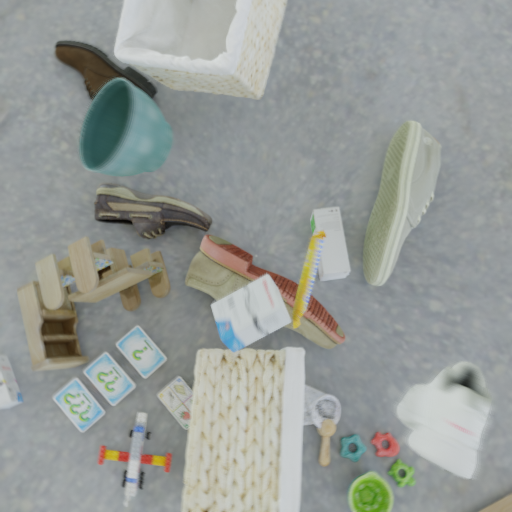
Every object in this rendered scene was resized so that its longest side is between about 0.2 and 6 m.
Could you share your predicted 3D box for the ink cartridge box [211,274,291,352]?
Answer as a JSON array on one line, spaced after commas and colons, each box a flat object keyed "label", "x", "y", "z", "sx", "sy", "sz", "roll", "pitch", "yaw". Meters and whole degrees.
[{"label": "ink cartridge box", "x": -0.074, "y": 0.769, "z": 7.536, "sx": 0.912, "sy": 0.382, "sz": 0.661, "roll": -29, "pitch": 43, "yaw": 7}]

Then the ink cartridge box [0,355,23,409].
[{"label": "ink cartridge box", "x": -4.552, "y": 2.245, "z": 10.015, "sx": 0.308, "sy": 0.522, "sz": 0.907, "roll": -24, "pitch": 77, "yaw": -6}]

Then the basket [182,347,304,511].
[{"label": "basket", "x": -0.229, "y": 2.885, "z": 9.048, "sx": 1.716, "sy": 1.885, "sz": 2.781, "roll": 6, "pitch": 72, "yaw": -4}]

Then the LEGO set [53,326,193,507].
[{"label": "LEGO set", "x": -2.019, "y": 2.861, "z": 9.774, "sx": 2.007, "sy": 0.659, "sz": 2.687, "roll": -40, "pitch": 85, "yaw": -8}]

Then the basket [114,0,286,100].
[{"label": "basket", "x": -0.824, "y": -3.869, "z": 9.230, "sx": 2.171, "sy": 1.762, "sz": 2.191, "roll": 13, "pitch": 90, "yaw": 22}]

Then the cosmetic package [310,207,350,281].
[{"label": "cosmetic package", "x": 1.393, "y": -0.215, "z": 10.573, "sx": 0.535, "sy": 0.678, "sz": 1.261, "roll": -6, "pitch": 74, "yaw": -2}]

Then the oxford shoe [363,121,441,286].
[{"label": "oxford shoe", "x": 2.807, "y": -0.965, "z": 10.563, "sx": 0.959, "sy": 1.248, "sz": 3.320, "roll": 21, "pitch": 75, "yaw": -13}]

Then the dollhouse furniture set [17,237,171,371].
[{"label": "dollhouse furniture set", "x": -2.841, "y": 0.887, "z": 9.678, "sx": 2.273, "sy": 1.992, "sz": 1.510, "roll": -24, "pitch": 74, "yaw": 21}]

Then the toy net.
[{"label": "toy net", "x": 1.618, "y": 3.213, "z": 9.782, "sx": 1.352, "sy": 0.498, "sz": 2.576, "roll": -35, "pitch": 78, "yaw": -8}]

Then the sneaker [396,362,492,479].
[{"label": "sneaker", "x": 2.645, "y": 2.016, "z": 7.564, "sx": 0.987, "sy": 2.534, "sz": 1.259, "roll": 27, "pitch": 92, "yaw": 7}]

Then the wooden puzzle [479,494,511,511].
[{"label": "wooden puzzle", "x": 4.338, "y": 4.766, "z": 9.504, "sx": 1.307, "sy": 0.303, "sz": 1.211, "roll": -23, "pitch": 77, "yaw": -11}]

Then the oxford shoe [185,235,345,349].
[{"label": "oxford shoe", "x": 0.144, "y": 0.874, "z": 10.255, "sx": 3.132, "sy": 1.109, "sz": 1.156, "roll": 34, "pitch": 101, "yaw": 9}]

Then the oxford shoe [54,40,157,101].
[{"label": "oxford shoe", "x": -3.240, "y": -3.598, "z": 11.368, "sx": 2.289, "sy": 0.832, "sz": 0.966, "roll": 31, "pitch": 79, "yaw": 7}]

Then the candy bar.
[{"label": "candy bar", "x": 0.691, "y": 0.311, "z": 7.514, "sx": 0.152, "sy": 0.343, "sz": 1.374, "roll": 18, "pitch": 102, "yaw": 18}]

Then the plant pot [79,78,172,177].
[{"label": "plant pot", "x": -2.044, "y": -1.958, "z": 9.194, "sx": 1.542, "sy": 1.033, "sz": 1.542, "roll": -16, "pitch": 67, "yaw": 40}]

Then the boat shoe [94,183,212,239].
[{"label": "boat shoe", "x": -1.993, "y": -0.720, "z": 10.697, "sx": 2.359, "sy": 0.879, "sz": 0.865, "roll": 14, "pitch": 85, "yaw": 12}]
